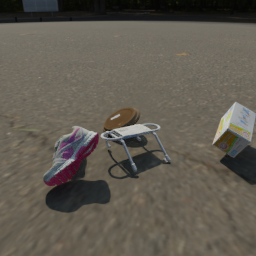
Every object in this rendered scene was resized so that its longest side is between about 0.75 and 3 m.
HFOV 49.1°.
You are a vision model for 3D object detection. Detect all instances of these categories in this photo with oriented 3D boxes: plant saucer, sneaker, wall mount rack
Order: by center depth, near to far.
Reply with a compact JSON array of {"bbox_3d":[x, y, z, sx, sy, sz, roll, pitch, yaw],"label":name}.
[{"bbox_3d":[-1.384,0.599,6.357,0.713,0.657,1.615,30,58,16],"label":"sneaker"},{"bbox_3d":[0.229,0.415,7.297,1.767,0.659,1.535,-12,24,-29],"label":"wall mount rack"},{"bbox_3d":[-0.227,-0.241,8.552,1.263,0.186,1.263,-23,30,14],"label":"plant saucer"}]

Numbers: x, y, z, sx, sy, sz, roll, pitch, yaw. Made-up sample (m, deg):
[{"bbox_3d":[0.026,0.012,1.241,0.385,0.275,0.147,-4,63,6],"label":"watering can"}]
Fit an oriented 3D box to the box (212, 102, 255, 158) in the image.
[{"bbox_3d":[2.846,0.033,7.464,0.662,0.735,1.307,32,45,5],"label":"box"}]
